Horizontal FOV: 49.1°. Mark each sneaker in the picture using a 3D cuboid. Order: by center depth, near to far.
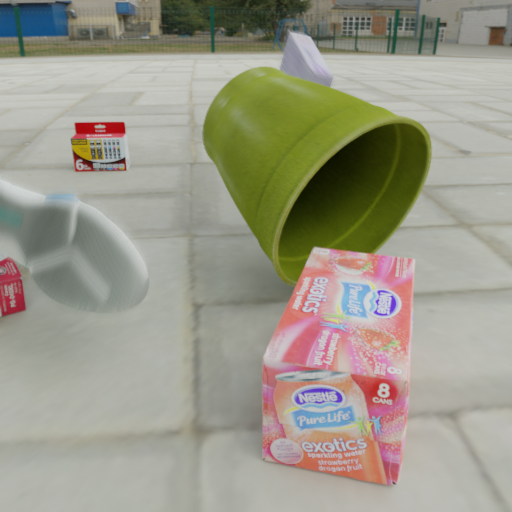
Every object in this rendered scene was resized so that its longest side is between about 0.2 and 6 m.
[{"bbox_3d":[-2.255,-0.201,6.423,2.943,1.035,1.179,25,1,25],"label":"sneaker"}]

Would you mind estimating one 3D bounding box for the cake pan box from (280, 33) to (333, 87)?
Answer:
[{"bbox_3d":[0.806,-3.109,10.995,0.521,1.833,1.990,3,39,-14],"label":"cake pan box"}]

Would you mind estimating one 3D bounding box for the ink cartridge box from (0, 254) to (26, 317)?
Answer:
[{"bbox_3d":[-3.842,0.378,7.182,1.421,0.592,1.032,-15,43,-31],"label":"ink cartridge box"}]

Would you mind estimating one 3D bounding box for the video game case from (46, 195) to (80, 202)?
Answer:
[{"bbox_3d":[-2.976,-0.450,8.828,1.691,0.151,1.210,40,30,27],"label":"video game case"}]

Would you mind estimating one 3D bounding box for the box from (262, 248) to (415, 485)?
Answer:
[{"bbox_3d":[0.923,0.916,5.595,1.223,1.128,2.383,7,25,15],"label":"box"}]

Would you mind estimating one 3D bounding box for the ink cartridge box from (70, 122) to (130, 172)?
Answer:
[{"bbox_3d":[-3.734,-2.614,13.404,1.252,1.099,0.525,-3,25,-4],"label":"ink cartridge box"}]

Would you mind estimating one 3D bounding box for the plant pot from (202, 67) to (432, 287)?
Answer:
[{"bbox_3d":[0.570,-1.319,7.774,2.584,2.584,2.488,-17,48,-33],"label":"plant pot"}]
